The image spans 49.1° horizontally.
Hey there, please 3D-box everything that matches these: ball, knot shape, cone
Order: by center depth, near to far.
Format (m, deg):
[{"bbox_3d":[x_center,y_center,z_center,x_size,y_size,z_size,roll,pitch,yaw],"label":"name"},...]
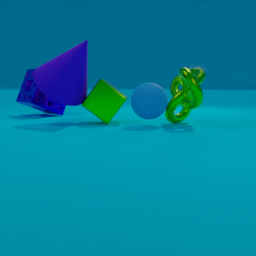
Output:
[{"bbox_3d":[0.578,-0.735,7.689,1.011,1.011,1.011,0,9,0],"label":"ball"},{"bbox_3d":[-1.526,-1.795,7.852,1.673,1.679,1.673,26,37,-21],"label":"cone"},{"bbox_3d":[1.671,-1.118,8.075,0.832,1.800,1.684,18,52,0],"label":"knot shape"}]

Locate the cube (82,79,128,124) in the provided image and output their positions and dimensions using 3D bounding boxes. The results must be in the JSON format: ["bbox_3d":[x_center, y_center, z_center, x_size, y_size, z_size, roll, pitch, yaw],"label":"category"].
[{"bbox_3d":[-0.667,-0.807,8.393,0.951,0.951,0.951,37,8,-4],"label":"cube"}]

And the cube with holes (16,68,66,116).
[{"bbox_3d":[-3.119,-1.341,10.504,1.314,1.314,1.314,8,-12,45],"label":"cube with holes"}]
